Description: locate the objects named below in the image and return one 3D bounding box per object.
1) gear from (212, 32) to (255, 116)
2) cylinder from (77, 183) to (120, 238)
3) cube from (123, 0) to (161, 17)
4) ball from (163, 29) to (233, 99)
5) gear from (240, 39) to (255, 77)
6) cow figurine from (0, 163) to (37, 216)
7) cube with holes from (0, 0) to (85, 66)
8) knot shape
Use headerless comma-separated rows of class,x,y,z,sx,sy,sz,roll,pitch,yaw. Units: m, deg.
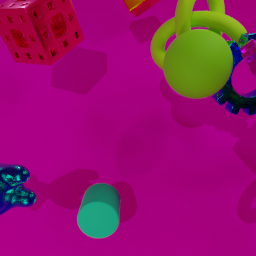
gear,2.378,-1.036,5.508,1.571,1.571,0.291,-5,22,-4
cylinder,-0.493,1.445,4.971,0.700,0.700,0.700,0,16,0
cube,0.316,-4.040,8.218,0.995,0.995,0.995,-28,95,18
ball,1.204,-1.101,4.881,1.171,1.171,1.171,0,55,0
gear,2.274,-0.869,4.533,1.227,0.227,1.227,32,38,-30
cow figurine,-2.253,0.943,3.869,1.529,0.853,1.554,5,21,40
cube with holes,-2.071,-2.379,6.529,1.281,1.281,1.281,12,47,32
knot shape,1.623,-1.894,5.923,1.866,1.995,0.922,30,17,-8
